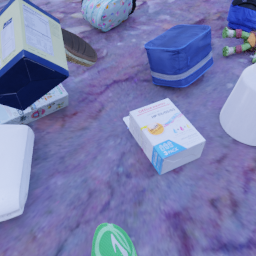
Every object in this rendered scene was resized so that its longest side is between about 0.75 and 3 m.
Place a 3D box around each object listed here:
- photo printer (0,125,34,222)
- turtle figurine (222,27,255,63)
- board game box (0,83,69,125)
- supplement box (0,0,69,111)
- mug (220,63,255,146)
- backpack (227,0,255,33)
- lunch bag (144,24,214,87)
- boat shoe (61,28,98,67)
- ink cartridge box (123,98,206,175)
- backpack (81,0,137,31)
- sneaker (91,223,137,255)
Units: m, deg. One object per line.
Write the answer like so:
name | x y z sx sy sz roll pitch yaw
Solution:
photo printer | -3.477 1.069 6.715 2.169 0.905 2.607 -1 44 -11
turtle figurine | 4.722 -3.277 10.456 2.067 1.534 2.131 -4 44 2
board game box | -3.282 -1.030 8.584 2.366 0.760 1.745 -28 73 -22
supplement box | -2.169 -1.451 5.652 1.543 1.036 1.542 -28 63 28
mug | 3.729 -0.965 8.049 1.885 1.932 2.353 -6 47 -4
backpack | 5.232 -4.869 11.925 1.688 1.417 1.372 19 60 18
lunch bag | 1.854 -2.461 9.670 1.641 1.598 2.415 21 48 41
boat shoe | -1.932 -2.151 7.352 2.272 0.865 0.814 28 39 -12
ink cartridge box | 0.900 0.017 7.923 1.331 0.784 2.312 -21 51 -18
backpack | -0.800 -5.380 12.153 2.471 2.062 1.564 -37 61 -22
sneaker | -0.240 2.942 5.017 0.994 1.121 2.683 -4 47 -2
